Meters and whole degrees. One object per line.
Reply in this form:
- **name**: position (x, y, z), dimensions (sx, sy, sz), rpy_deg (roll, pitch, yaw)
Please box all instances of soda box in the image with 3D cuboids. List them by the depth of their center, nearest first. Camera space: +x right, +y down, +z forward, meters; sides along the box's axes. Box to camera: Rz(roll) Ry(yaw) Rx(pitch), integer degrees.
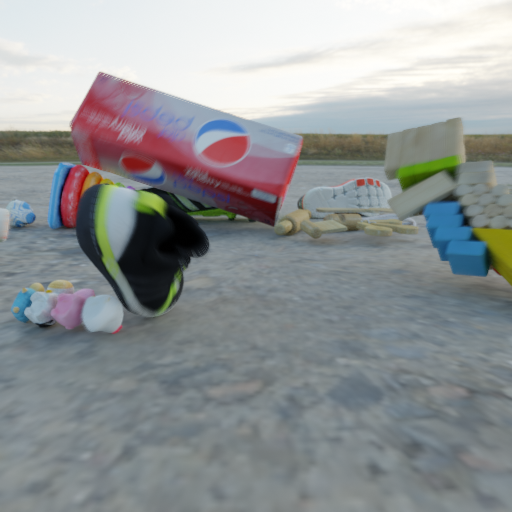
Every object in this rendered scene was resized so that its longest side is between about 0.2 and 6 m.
- **soda box**: position (-1.372, -2.131, 11.264), dimensions (4.343, 1.520, 1.377), rpy_deg (19, -22, 4)

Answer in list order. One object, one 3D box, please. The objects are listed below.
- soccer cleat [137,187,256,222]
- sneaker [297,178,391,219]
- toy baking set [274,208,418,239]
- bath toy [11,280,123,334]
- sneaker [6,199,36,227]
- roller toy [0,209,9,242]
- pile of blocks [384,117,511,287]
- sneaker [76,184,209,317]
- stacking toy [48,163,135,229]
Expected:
- **soccer cleat**: position (-1.399, -1.478, 12.433), dimensions (3.418, 1.386, 1.154), rpy_deg (0, 11, -2)
- **sneaker**: position (2.067, -1.389, 13.392), dimensions (2.383, 0.918, 0.976), rpy_deg (-3, 6, -19)
- **toy baking set**: position (1.814, -0.599, 10.937), dimensions (2.573, 0.390, 3.353), rpy_deg (6, 13, 13)
- **bath toy**: position (-1.756, 0.510, 5.415), dimensions (1.217, 0.529, 0.450), rpy_deg (5, -31, 28)
- **sneaker**: position (-4.994, -0.860, 11.835), dimensions (0.597, 0.592, 1.648), rpy_deg (29, -7, -23)
- **roller toy**: position (-3.768, -0.453, 8.023), dimensions (0.373, 0.487, 0.534), rpy_deg (7, 19, -19)
- **pile of blocks**: position (2.648, -0.398, 7.180), dimensions (1.440, 1.090, 3.508), rpy_deg (-26, 41, 9)
- **sneaker**: position (-0.851, 0.050, 5.130), dimensions (0.896, 0.775, 2.163), rpy_deg (0, -20, 8)
- **stacking toy**: position (-2.917, -1.047, 11.506), dimensions (2.401, 1.318, 1.393), rpy_deg (12, 9, -2)
